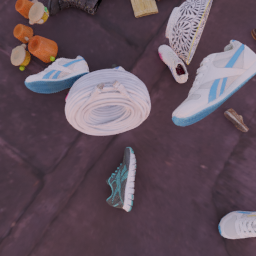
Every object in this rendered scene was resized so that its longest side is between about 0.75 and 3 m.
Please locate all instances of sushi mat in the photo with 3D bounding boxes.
[{"bbox_3d":[0.530,-5.442,11.369,0.962,0.122,2.010,-13,76,-2],"label":"sushi mat"}]

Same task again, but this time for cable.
[{"bbox_3d":[-0.501,-0.544,6.920,2.101,2.100,0.727,-27,58,31],"label":"cable"}]

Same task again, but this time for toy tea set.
[{"bbox_3d":[-3.454,-3.620,10.661,1.750,1.089,2.943,-7,78,29],"label":"toy tea set"}]

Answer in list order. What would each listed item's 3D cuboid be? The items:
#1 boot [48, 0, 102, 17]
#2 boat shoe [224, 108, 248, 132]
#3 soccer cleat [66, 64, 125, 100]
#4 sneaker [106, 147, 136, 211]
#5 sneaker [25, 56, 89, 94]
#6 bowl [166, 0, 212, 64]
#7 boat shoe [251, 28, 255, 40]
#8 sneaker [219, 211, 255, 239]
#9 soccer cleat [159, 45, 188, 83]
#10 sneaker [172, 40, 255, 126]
[{"bbox_3d":[-2.012,-4.883,10.952,1.698,0.675,1.951,29,76,7],"label":"boot"},{"bbox_3d":[3.925,-0.298,9.985,0.368,0.388,1.024,-41,81,-11],"label":"boat shoe"},{"bbox_3d":[-1.029,-1.341,9.995,2.417,0.844,1.044,-32,79,-8],"label":"soccer cleat"},{"bbox_3d":[-0.245,1.650,9.317,0.962,0.819,2.110,5,75,5],"label":"sneaker"},{"bbox_3d":[-2.578,-1.939,10.197,2.314,0.885,0.935,-16,70,-11],"label":"sneaker"},{"bbox_3d":[1.666,-2.927,8.102,0.918,1.957,1.957,22,77,11],"label":"bowl"},{"bbox_3d":[5.177,-3.459,10.764,0.368,0.368,1.047,-32,77,-6],"label":"boat shoe"},{"bbox_3d":[4.001,3.049,8.898,2.201,0.889,0.842,-9,78,-1],"label":"sneaker"},{"bbox_3d":[1.716,-2.469,10.322,0.602,0.744,1.724,-28,77,-7],"label":"soccer cleat"},{"bbox_3d":[2.084,-1.101,7.109,2.788,1.067,1.126,-39,80,-13],"label":"sneaker"}]
